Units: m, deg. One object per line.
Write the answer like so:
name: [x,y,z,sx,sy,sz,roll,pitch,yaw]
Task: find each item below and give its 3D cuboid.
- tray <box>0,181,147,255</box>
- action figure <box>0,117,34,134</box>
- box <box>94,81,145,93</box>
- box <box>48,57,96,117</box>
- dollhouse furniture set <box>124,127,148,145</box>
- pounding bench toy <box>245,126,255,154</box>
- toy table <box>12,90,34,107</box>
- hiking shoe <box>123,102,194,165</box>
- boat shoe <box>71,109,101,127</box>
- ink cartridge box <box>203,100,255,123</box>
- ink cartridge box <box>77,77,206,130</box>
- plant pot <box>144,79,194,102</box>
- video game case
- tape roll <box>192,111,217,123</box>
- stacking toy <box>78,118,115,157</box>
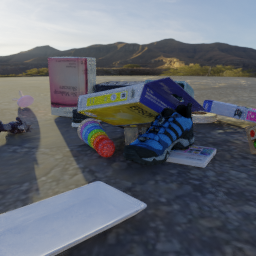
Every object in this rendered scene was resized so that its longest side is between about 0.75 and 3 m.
tray: [-1.040,1.464,4.271,2.526,0.280,1.356,-12,19,-41]
action figure: [-4.161,-0.025,9.499,1.369,0.730,2.104,-10,3,24]
box: [-0.131,-1.563,14.154,2.467,1.533,2.487,3,14,12]
box: [-2.597,-1.965,13.275,1.743,2.727,1.486,6,15,24]
dollhouse furniture set: [0.350,0.543,8.324,0.957,0.820,1.006,-2,-21,-7]
pounding bench toy: [3.911,0.437,7.651,0.798,1.285,1.002,-2,-18,-15]
toy table: [-5.983,-1.594,15.924,0.609,0.955,1.039,26,16,25]
hiking shoe: [0.813,0.090,7.283,1.048,1.222,2.818,9,18,35]
boat shoe: [-1.527,-0.623,11.955,0.929,0.741,2.456,5,14,19]
ink cartridge box: [4.175,-0.750,11.660,2.773,0.582,1.655,13,10,24]
ink cartridge box: [0.509,-0.525,8.518,2.909,0.684,2.874,-3,-15,34]
plant pot: [1.724,-0.844,11.039,1.752,1.757,1.790,9,1,34]
video game case: [1.556,0.704,7.683,1.436,0.170,1.307,6,15,28]
tape roll: [3.116,-0.535,12.522,1.697,0.310,1.697,0,13,0]
stacking toy: [-0.863,0.313,8.225,0.794,0.794,1.861,-6,19,-25]
